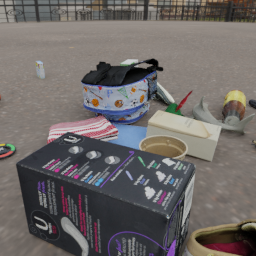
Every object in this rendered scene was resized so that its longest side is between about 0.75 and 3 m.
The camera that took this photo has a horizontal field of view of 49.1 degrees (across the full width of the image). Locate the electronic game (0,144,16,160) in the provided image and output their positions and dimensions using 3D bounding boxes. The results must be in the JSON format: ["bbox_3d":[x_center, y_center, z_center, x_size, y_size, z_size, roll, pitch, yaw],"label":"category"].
[{"bbox_3d":[-3.570,0.654,7.852,0.807,0.168,0.807,0,26,0],"label":"electronic game"}]

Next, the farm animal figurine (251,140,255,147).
[{"bbox_3d":[4.409,0.241,7.900,1.367,1.383,0.721,24,18,-17],"label":"farm animal figurine"}]

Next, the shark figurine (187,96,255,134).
[{"bbox_3d":[2.750,-0.516,9.318,1.510,1.055,2.527,-12,26,-20],"label":"shark figurine"}]

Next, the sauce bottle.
[{"bbox_3d":[3.730,-0.678,9.879,0.793,0.793,2.403,10,26,20],"label":"sauce bottle"}]

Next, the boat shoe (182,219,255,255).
[{"bbox_3d":[2.060,1.924,4.529,2.393,0.794,0.886,-6,27,-12],"label":"boat shoe"}]

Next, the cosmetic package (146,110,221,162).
[{"bbox_3d":[1.576,0.180,8.013,1.929,0.705,0.999,15,29,17],"label":"cosmetic package"}]

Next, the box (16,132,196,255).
[{"bbox_3d":[-0.362,1.277,4.883,2.672,1.633,1.417,13,28,23],"label":"box"}]

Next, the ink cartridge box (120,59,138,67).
[{"bbox_3d":[0.075,-2.415,12.866,0.563,1.288,0.936,7,28,22],"label":"ink cartridge box"}]

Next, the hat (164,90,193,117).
[{"bbox_3d":[1.578,-0.797,9.837,1.108,0.976,0.918,-24,31,-38],"label":"hat"}]

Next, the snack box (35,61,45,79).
[{"bbox_3d":[-4.614,-3.059,14.718,0.272,0.805,0.679,-14,30,-27],"label":"snack box"}]

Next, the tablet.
[{"bbox_3d":[-0.325,0.277,8.622,2.484,0.170,1.616,7,27,16],"label":"tablet"}]

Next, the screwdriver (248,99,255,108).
[{"bbox_3d":[5.294,-0.636,10.373,0.284,0.296,2.034,-12,28,-22],"label":"screwdriver"}]

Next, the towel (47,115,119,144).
[{"bbox_3d":[-1.344,0.089,7.894,1.812,0.286,2.516,-12,13,-11],"label":"towel"}]

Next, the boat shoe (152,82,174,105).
[{"bbox_3d":[1.272,-1.441,11.847,0.661,0.779,2.141,-44,36,9],"label":"boat shoe"}]

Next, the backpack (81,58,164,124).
[{"bbox_3d":[-0.383,-1.268,9.707,2.653,2.043,2.527,4,18,26],"label":"backpack"}]

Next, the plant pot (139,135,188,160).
[{"bbox_3d":[0.786,0.853,6.492,1.097,1.004,1.097,0,26,0],"label":"plant pot"}]
